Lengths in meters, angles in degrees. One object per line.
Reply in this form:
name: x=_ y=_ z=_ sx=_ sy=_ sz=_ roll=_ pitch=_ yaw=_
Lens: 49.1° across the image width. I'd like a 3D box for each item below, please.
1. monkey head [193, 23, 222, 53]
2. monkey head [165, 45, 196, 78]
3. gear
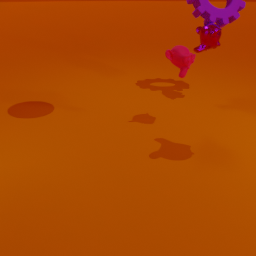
monkey head: x=2.443 y=-2.821 z=8.757 sx=0.921 sy=0.771 sz=1.280 roll=-25 pitch=27 yaw=-6
monkey head: x=1.291 y=-1.674 z=7.012 sx=0.618 sy=0.738 sz=1.026 roll=28 pitch=20 yaw=27
gear: x=2.833 y=-4.252 z=8.988 sx=1.961 sy=1.961 sz=0.363 roll=-9 pitch=0 yaw=-16
